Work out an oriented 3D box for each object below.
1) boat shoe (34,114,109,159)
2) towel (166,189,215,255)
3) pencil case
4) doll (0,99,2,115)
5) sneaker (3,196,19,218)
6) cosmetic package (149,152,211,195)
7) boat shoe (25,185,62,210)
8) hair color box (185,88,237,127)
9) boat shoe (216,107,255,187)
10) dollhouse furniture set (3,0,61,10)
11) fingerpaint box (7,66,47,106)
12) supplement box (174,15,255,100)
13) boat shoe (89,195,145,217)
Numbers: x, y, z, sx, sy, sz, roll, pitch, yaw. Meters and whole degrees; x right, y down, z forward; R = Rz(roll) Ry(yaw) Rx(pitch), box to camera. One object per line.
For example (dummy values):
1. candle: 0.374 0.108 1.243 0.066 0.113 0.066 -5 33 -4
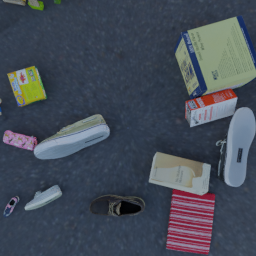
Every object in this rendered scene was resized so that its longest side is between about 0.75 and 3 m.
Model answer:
1. boat shoe: -2.037 0.337 10.127 2.754 0.991 0.854 -19 59 -7
2. towel: 2.232 3.284 9.978 1.557 0.242 2.153 8 84 0
3. pencil case: -3.931 0.445 10.223 1.195 0.495 0.517 14 74 3
4. doll: -4.972 -0.655 10.319 0.242 0.681 0.998 4 64 45
5. sneaker: -4.227 2.822 9.983 0.292 0.341 0.831 28 83 4
6. cosmetic package: 1.806 1.601 9.848 1.966 0.699 1.034 12 66 1
7. boat shoe: -3.053 2.470 10.012 1.378 0.481 0.491 -26 68 -4
8. hair color box: 2.965 -0.723 10.100 1.698 0.942 0.543 -17 51 -3
9. boat shoe: 3.758 0.642 9.954 1.019 0.942 2.759 5 91 -19
10. dollhouse furniture set: -3.796 -5.372 10.780 2.332 0.900 1.165 12 82 1
11. fingerpaint box: -3.717 -1.534 10.391 1.030 0.453 1.235 -19 95 -5
12. supplement box: 3.139 -2.430 10.092 2.215 1.488 2.217 -17 83 -2
13. boat shoe: -0.387 2.718 9.801 1.978 0.725 0.737 -5 83 -1
